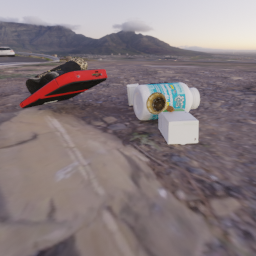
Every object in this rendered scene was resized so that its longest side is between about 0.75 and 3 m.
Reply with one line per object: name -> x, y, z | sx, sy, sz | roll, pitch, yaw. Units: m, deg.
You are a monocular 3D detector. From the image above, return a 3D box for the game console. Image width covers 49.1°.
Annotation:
game console -> -2.172, -1.428, 9.957 | 2.359, 0.414, 2.668 | -21, 2, 29

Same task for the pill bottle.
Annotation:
pill bottle -> 1.244, -0.879, 8.960 | 2.002, 1.109, 1.109 | -7, 18, -17

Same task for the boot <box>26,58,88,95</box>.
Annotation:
boot -> -2.942, -2.089, 11.515 | 2.471, 0.904, 1.861 | -10, 25, 47

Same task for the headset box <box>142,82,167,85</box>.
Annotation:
headset box -> 1.210, -1.283, 11.100 | 1.319, 0.666, 1.774 | -9, 22, -10

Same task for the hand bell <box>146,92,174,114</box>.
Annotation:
hand bell -> 0.952, -0.534, 7.137 | 0.544, 0.544, 1.045 | 11, -1, 34

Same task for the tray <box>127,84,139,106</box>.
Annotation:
tray -> 0.220, -1.266, 10.791 | 0.458, 0.853, 0.095 | -6, 25, 1

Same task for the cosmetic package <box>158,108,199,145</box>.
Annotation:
cosmetic package -> 1.293, -0.074, 7.424 | 0.777, 0.613, 1.445 | -3, 15, -5
